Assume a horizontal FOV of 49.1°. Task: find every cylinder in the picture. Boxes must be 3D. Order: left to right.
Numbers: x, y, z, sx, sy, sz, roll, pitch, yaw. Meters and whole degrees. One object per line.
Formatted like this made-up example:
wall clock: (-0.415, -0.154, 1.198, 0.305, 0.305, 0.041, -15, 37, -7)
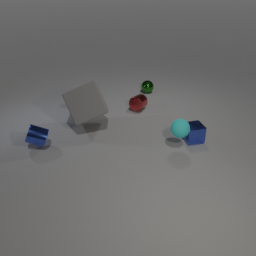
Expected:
cylinder: (-3.390, 0.284, 10.442, 0.700, 0.700, 0.700, 18, 25, -18)
cylinder: (0.498, -1.236, 13.516, 0.700, 0.700, 0.700, 14, 25, 24)

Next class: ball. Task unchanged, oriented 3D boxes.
ball: (1.077, -2.286, 15.504, 0.700, 0.700, 0.700, 0, 29, 0)
ball: (1.904, 0.013, 10.219, 0.700, 0.700, 0.700, 0, 29, 0)

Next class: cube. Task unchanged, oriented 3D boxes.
cube: (-1.709, -1.049, 11.596, 1.400, 1.400, 1.400, -23, 7, 0)
cube: (2.582, 0.185, 11.014, 0.700, 0.700, 0.700, -8, 30, -11)
